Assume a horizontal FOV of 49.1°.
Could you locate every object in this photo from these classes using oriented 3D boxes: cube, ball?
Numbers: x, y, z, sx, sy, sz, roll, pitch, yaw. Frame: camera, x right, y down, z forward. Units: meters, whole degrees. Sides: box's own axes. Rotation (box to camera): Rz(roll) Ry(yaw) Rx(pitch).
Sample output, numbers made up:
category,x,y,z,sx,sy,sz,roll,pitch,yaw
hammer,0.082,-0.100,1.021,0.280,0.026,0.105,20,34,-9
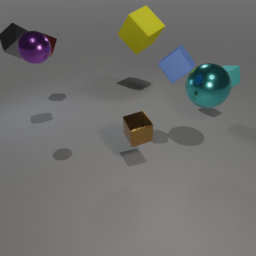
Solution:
category,x,y,z,sx,sy,sz,roll,pitch,yaw
cube,4.011,-2.076,11.281,0.700,0.700,0.700,-28,27,-30
cube,1.397,-1.825,7.975,0.700,0.700,0.700,-33,10,31
cube,0.634,-4.722,13.549,1.400,1.400,1.400,48,56,1
cube,-3.614,-2.819,9.098,0.700,0.700,0.700,-31,-19,21
cube,0.297,0.024,8.414,0.700,0.700,0.700,-17,46,-13
cube,-3.495,-3.521,11.921,0.700,0.700,0.700,17,-4,-21
ball,2.517,-1.325,8.818,1.400,1.400,1.400,0,29,0
ball,-2.038,-1.750,6.102,0.700,0.700,0.700,0,29,0
